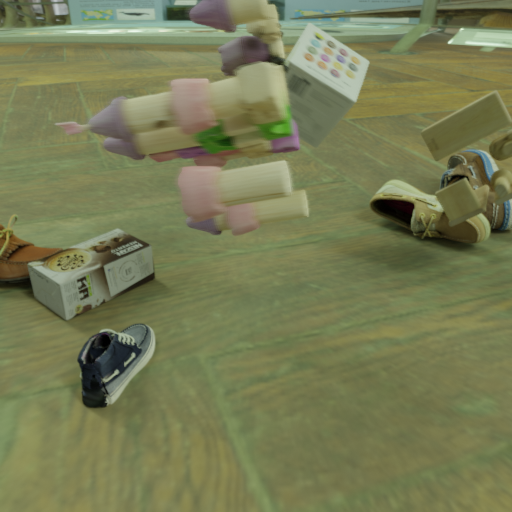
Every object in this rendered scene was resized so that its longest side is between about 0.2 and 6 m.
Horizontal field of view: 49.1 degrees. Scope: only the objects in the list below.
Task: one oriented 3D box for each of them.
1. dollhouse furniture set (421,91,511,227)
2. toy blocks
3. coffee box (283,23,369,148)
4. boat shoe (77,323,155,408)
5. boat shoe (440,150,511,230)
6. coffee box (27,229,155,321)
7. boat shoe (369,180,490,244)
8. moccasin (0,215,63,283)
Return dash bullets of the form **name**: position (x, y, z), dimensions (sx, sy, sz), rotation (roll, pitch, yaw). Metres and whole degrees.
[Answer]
- **dollhouse furniture set**: position (3.433, -1.600, 8.791), dimensions (1.455, 1.529, 1.246), rotation (-27, 9, 32)
- **toy blocks**: position (-0.767, -1.665, 6.960), dimensions (2.350, 2.791, 2.609), rotation (-8, -4, 11)
- **coffee box**: position (0.993, -2.949, 9.764), dimensions (1.275, 1.277, 1.263), rotation (30, 53, -9)
- **boat shoe**: position (-1.759, 1.175, 7.227), dimensions (0.583, 0.724, 1.561), rotation (5, 29, 10)
- **boat shoe**: position (4.505, -1.507, 11.855), dimensions (1.058, 1.056, 2.923), rotation (-2, 28, -1)
- **coffee box**: position (-2.591, 0.252, 8.978), dimensions (0.958, 0.677, 1.695), rotation (24, 36, 37)
- **boat shoe**: position (3.241, -0.722, 10.749), dimensions (0.796, 0.887, 2.398), rotation (-34, 41, -27)
- **moccasin**: position (-4.398, -0.162, 9.358), dimensions (2.583, 0.997, 0.945), rotation (9, 18, 18)
